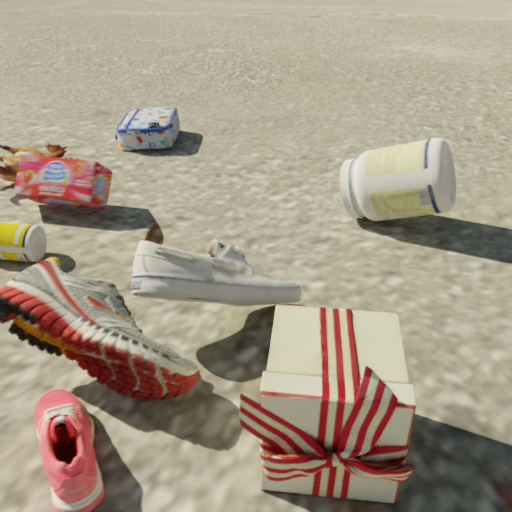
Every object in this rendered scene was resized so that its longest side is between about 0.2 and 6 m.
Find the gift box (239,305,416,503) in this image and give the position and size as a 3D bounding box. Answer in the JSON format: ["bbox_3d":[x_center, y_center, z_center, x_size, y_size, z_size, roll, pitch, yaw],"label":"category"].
[{"bbox_3d":[0.742,1.495,5.919,1.651,1.790,1.671,-1,32,8],"label":"gift box"}]

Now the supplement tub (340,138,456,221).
[{"bbox_3d":[2.696,-1.401,10.645,1.910,1.385,1.385,-5,26,30],"label":"supplement tub"}]

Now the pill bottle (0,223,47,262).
[{"bbox_3d":[-4.350,-0.253,9.799,1.172,0.652,0.652,5,32,5],"label":"pill bottle"}]

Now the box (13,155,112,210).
[{"bbox_3d":[-3.867,-1.475,11.268,1.679,0.837,0.802,7,-7,11],"label":"box"}]

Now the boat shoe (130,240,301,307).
[{"bbox_3d":[-0.489,0.218,8.029,2.589,0.904,0.918,6,-12,-24],"label":"boat shoe"}]

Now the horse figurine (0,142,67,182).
[{"bbox_3d":[-5.607,-2.221,12.920,1.656,0.624,2.498,17,23,-4],"label":"horse figurine"}]

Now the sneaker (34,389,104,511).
[{"bbox_3d":[-2.061,1.924,6.128,0.642,0.755,1.742,-15,34,-23],"label":"sneaker"}]

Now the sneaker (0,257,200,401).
[{"bbox_3d":[-1.868,0.841,7.003,2.689,1.047,1.105,29,49,4],"label":"sneaker"}]

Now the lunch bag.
[{"bbox_3d":[-2.901,-3.410,14.928,1.580,0.745,1.972,0,30,3],"label":"lunch bag"}]

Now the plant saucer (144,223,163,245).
[{"bbox_3d":[-1.722,-0.083,9.293,0.170,0.932,0.932,15,33,2],"label":"plant saucer"}]
